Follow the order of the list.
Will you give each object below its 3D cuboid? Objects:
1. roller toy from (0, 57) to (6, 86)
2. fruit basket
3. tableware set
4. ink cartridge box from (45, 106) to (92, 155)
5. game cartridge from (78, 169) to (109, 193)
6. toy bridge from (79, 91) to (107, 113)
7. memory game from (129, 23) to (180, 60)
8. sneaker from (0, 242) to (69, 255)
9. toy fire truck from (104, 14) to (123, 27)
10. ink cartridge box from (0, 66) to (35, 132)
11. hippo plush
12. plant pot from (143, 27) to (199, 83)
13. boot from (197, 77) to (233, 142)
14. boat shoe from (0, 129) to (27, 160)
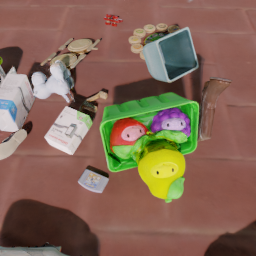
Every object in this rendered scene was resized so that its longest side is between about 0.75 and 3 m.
[{"bbox_3d":[-5.604,-1.941,10.731,1.753,1.225,1.599,-16,46,-3],"label":"roller toy"},{"bbox_3d":[0.781,0.524,8.354,3.179,2.293,3.179,-5,36,4],"label":"fruit basket"},{"bbox_3d":[-2.362,-3.109,12.138,1.656,0.502,2.505,10,46,23],"label":"tableware set"},{"bbox_3d":[-1.976,0.076,9.410,0.975,0.563,1.340,22,66,17],"label":"ink cartridge box"},{"bbox_3d":[-1.081,1.645,8.598,0.833,0.173,0.555,20,50,15],"label":"game cartridge"},{"bbox_3d":[-1.428,-0.788,10.449,0.586,0.237,1.744,22,56,17],"label":"toy bridge"},{"bbox_3d":[1.506,-4.021,13.021,2.991,0.191,2.991,0,52,0],"label":"memory game"},{"bbox_3d":[-2.305,3.311,6.873,2.663,0.984,1.056,15,44,4],"label":"sneaker"},{"bbox_3d":[-0.747,-5.403,14.003,0.841,0.471,0.706,18,30,13],"label":"toy fire truck"},{"bbox_3d":[-4.005,-1.064,10.028,0.727,1.243,2.143,5,52,4],"label":"ink cartridge box"},{"bbox_3d":[-2.890,-1.628,10.723,1.363,1.351,1.696,-16,95,9],"label":"hippo plush"},{"bbox_3d":[1.491,-2.841,11.131,1.622,1.627,1.657,-30,22,-22],"label":"plant pot"},{"bbox_3d":[2.588,-0.495,8.683,0.645,1.870,2.007,12,91,4],"label":"boot"},{"bbox_3d":[-3.969,0.565,9.382,1.333,0.484,0.418,-48,23,-24],"label":"boat shoe"}]
